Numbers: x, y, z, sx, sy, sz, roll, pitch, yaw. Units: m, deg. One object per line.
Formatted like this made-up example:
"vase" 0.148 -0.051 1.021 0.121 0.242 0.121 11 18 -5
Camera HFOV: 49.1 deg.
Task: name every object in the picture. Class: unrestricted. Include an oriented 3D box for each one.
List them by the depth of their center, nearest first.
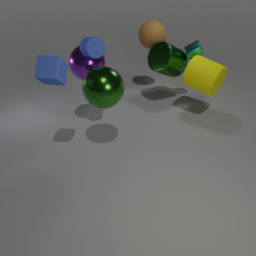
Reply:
"cube" -2.296 -1.724 8.435 0.700 0.700 0.700 5 -7 9
"ball" -0.824 -1.344 9.340 1.400 1.400 1.400 0 31 0
"cylinder" -1.229 -2.778 9.653 0.700 0.700 0.700 -16 25 -24
"ball" -1.577 -2.527 10.842 1.400 1.400 1.400 0 31 0
"cylinder" 3.370 -2.300 12.350 1.400 1.400 1.400 33 43 25
"cylinder" 3.078 -3.620 13.059 0.700 0.700 0.700 -23 25 21
"cylinder" 1.883 -3.226 13.287 1.400 1.400 1.400 5 20 -46
"ball" 1.234 -4.682 14.088 1.400 1.400 1.400 0 31 0
